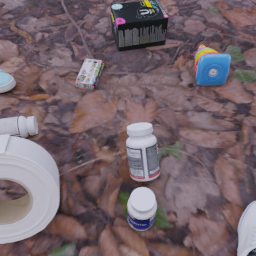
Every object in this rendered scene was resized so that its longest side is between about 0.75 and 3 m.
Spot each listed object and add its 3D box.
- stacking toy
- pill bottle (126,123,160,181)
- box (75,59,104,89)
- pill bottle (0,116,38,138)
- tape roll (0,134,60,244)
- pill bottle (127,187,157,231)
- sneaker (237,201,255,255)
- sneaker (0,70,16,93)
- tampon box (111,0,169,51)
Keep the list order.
[{"bbox_3d":[3.050,-2.696,10.907,1.197,1.266,2.181,-1,40,0],"label":"stacking toy"},{"bbox_3d":[0.405,0.652,7.795,0.858,1.480,0.858,-6,16,2],"label":"pill bottle"},{"bbox_3d":[-1.461,-2.124,10.869,0.782,0.247,1.420,9,52,7],"label":"box"},{"bbox_3d":[-3.590,0.012,8.885,1.312,0.719,0.719,-9,52,-7],"label":"pill bottle"},{"bbox_3d":[-2.870,1.452,6.534,2.516,2.516,0.880,-11,27,-9],"label":"tape roll"},{"bbox_3d":[0.341,2.011,6.964,0.725,1.253,0.725,0,52,0],"label":"pill bottle"},{"bbox_3d":[3.068,2.822,6.528,0.959,0.929,2.625,17,54,13],"label":"sneaker"},{"bbox_3d":[-5.506,-2.141,10.303,2.834,1.161,1.048,17,55,13],"label":"sneaker"},{"bbox_3d":[0.433,-4.415,11.983,2.125,1.341,1.592,-11,52,-8],"label":"tampon box"}]
